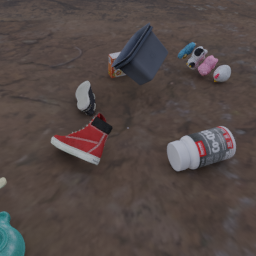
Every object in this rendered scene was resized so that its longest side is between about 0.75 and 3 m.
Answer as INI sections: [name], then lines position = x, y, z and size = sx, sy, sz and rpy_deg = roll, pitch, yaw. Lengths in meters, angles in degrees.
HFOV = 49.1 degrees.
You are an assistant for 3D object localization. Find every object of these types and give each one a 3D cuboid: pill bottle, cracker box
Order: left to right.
[cracker box]
position = -0.091, -2.398, 10.354
size = 1.261, 0.845, 0.364
rpy_deg = -16, 51, -20
[pill bottle]
position = 1.738, 0.509, 6.718
size = 1.441, 0.820, 0.820
rpy_deg = -15, 41, -15

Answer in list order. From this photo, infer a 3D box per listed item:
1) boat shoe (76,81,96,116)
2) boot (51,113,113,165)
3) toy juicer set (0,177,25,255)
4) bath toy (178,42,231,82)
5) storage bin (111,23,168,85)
[boat shoe]
position = -1.289, -0.954, 8.839
size = 0.559, 0.457, 1.513
rpy_deg = -34, 37, 13
[boot]
position = -1.120, 0.132, 6.857
size = 1.629, 0.590, 1.175
rpy_deg = 14, 77, 37
[toy juicer set]
position = -2.572, 2.127, 4.634
size = 1.658, 0.709, 2.606
rpy_deg = -11, 46, -32
[bath toy]
position = 2.768, -2.291, 10.187
size = 0.726, 0.855, 1.966
rpy_deg = -31, 62, -35
[storage bin]
position = 0.405, -2.132, 8.562
size = 1.185, 1.094, 1.628
rpy_deg = -14, 40, 56
